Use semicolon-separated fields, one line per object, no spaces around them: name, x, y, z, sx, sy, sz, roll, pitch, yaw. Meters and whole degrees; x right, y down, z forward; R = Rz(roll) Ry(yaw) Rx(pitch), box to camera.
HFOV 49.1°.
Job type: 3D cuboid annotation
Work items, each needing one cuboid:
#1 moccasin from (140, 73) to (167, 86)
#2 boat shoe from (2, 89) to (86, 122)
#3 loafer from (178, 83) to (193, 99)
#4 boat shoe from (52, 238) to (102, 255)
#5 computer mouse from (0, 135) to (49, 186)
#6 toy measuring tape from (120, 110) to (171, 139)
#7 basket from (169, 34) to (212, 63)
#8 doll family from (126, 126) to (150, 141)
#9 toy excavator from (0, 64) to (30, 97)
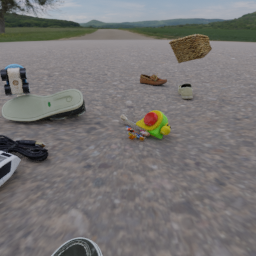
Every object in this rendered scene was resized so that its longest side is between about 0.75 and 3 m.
moccasin;1.351;-2.626;14.972;1.581;0.610;0.578;17;27;37
boat shoe;-2.908;-0.629;9.803;2.848;1.023;0.963;-8;-21;-1
loafer;2.675;-1.783;12.860;0.649;0.585;1.714;0;21;0
boat shoe;-0.839;2.001;2.859;0.948;0.854;2.682;4;22;9
computer mouse;-2.994;0.888;6.115;1.578;0.631;2.878;9;17;9
toy measuring tape;0.595;-0.272;8.765;0.780;0.780;2.121;-15;25;-33
basket;1.515;-2.001;6.705;0.821;0.612;0.586;1;39;51
doll family;0.264;0.219;8.249;0.769;0.346;0.477;12;10;-20
toy excavator;-3.881;-1.575;9.899;0.796;1.549;1.593;-8;30;-14
